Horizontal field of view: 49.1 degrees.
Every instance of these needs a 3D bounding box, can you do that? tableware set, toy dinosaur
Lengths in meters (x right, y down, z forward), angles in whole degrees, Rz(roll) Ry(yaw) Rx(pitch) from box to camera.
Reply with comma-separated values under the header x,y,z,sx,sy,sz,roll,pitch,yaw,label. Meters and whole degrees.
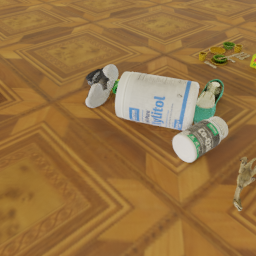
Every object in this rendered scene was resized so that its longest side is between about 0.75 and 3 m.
x,y,z,sx,sy,sz,roll,pitch,yaw,label
4.267,-3.450,12.729,2.417,0.371,1.628,-21,44,-23,tableware set
2.850,1.072,6.770,0.533,0.926,1.830,27,54,19,toy dinosaur

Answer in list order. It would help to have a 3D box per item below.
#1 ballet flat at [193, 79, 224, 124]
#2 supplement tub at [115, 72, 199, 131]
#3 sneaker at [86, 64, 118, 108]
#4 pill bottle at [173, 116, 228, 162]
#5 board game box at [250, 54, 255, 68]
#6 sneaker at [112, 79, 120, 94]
x,y,z,sx,sy,sz,roll,pitch,yaw,label
2.689,-1.005,9.446,0.765,0.800,2.273,18,43,21,ballet flat
0.909,-0.832,8.574,2.296,1.515,1.515,11,41,12,supplement tub
-1.147,-1.482,10.141,1.072,0.711,1.884,2,55,45,sneaker
2.057,0.274,7.865,1.496,0.846,0.846,-28,47,-28,pill bottle
6.494,-3.025,12.065,2.299,0.547,1.168,-27,47,-28,board game box
0.192,-1.449,10.206,1.628,0.603,0.680,-5,41,8,sneaker
